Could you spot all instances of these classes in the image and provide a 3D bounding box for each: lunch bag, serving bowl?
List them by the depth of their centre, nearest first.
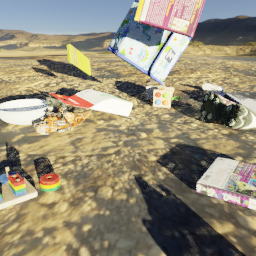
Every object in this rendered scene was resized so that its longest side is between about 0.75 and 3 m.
[{"bbox_3d":[-3.879,-0.563,10.660,2.042,0.671,2.042,0,18,0],"label":"serving bowl"},{"bbox_3d":[0.980,-3.350,11.250,2.755,2.342,1.755,27,11,-32],"label":"lunch bag"}]

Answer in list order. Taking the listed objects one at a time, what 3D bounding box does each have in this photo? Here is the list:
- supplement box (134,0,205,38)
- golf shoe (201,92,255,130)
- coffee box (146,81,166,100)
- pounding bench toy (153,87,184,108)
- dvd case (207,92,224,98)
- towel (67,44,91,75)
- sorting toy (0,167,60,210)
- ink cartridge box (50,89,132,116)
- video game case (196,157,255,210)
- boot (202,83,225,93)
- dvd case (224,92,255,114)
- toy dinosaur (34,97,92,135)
[{"bbox_3d":[1.255,-3.535,8.372,1.810,1.185,0.934,20,18,7],"label":"supplement box"},{"bbox_3d":[3.715,-0.530,10.467,1.225,1.074,2.781,15,16,-21],"label":"golf shoe"},{"bbox_3d":[1.452,-2.051,15.016,1.021,0.721,1.806,1,19,2],"label":"coffee box"},{"bbox_3d":[1.891,-1.420,13.034,1.269,0.788,0.990,6,19,17],"label":"pounding bench toy"},{"bbox_3d":[4.720,-1.480,14.072,1.478,0.243,1.966,5,19,15],"label":"dvd case"},{"bbox_3d":[-2.209,-3.058,12.767,0.175,0.834,1.939,-8,-10,17],"label":"towel"},{"bbox_3d":[-2.782,1.210,5.768,2.536,0.429,1.222,-15,23,-36],"label":"sorting toy"},{"bbox_3d":[-1.531,-1.213,11.465,2.749,0.689,2.212,12,10,-35],"label":"ink cartridge box"},{"bbox_3d":[2.417,1.160,6.140,1.390,0.275,1.533,11,22,30],"label":"video game case"},{"bbox_3d":[4.993,-2.322,16.404,0.558,0.450,1.236,-10,28,-45],"label":"boot"},{"bbox_3d":[5.752,-1.001,12.077,2.184,0.359,2.906,-2,25,-5],"label":"dvd case"},{"bbox_3d":[-2.275,-0.256,9.804,2.094,1.070,1.421,7,23,-47],"label":"toy dinosaur"}]
